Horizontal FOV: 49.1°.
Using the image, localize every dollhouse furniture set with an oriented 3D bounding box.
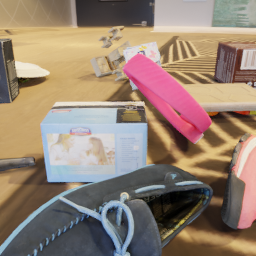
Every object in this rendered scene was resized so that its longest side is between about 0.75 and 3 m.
[{"bbox_3d":[-0.414,-2.971,11.778,2.004,1.841,1.304,-19,5,46],"label":"dollhouse furniture set"}]

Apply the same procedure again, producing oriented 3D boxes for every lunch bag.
[{"bbox_3d":[0.459,-1.854,8.348,1.032,1.217,0.774,-12,22,1],"label":"lunch bag"}]

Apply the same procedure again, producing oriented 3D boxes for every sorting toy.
[{"bbox_3d":[2.823,-0.890,8.592,2.683,0.529,2.899,-2,19,-4],"label":"sorting toy"}]

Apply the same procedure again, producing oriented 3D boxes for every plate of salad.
[{"bbox_3d":[-4.702,-2.207,11.269,2.981,0.716,2.981,8,19,-3],"label":"plate of salad"}]

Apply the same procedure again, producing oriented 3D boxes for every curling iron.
[{"bbox_3d":[-2.932,0.734,4.850,2.529,0.323,0.627,-2,-10,-13],"label":"curling iron"}]

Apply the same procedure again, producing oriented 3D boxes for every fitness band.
[{"bbox_3d":[0.770,-0.705,6.093,0.553,2.121,2.953,-44,9,4],"label":"fitness band"}]

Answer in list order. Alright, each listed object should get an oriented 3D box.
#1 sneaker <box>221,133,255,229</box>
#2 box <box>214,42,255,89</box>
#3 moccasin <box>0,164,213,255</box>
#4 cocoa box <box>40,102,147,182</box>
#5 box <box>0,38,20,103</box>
[{"bbox_3d":[2.451,0.616,4.270,1.301,1.105,3.000,20,30,36],"label":"sneaker"},{"bbox_3d":[4.398,-2.429,10.749,1.517,1.501,1.828,-1,24,-3],"label":"box"},{"bbox_3d":[-0.035,1.042,3.107,1.002,1.182,2.937,5,22,42],"label":"moccasin"},{"bbox_3d":[-0.539,0.216,5.089,1.738,1.159,1.140,0,24,0],"label":"cocoa box"},{"bbox_3d":[-4.652,-1.819,8.873,1.916,1.884,1.188,-2,24,-7],"label":"box"}]
